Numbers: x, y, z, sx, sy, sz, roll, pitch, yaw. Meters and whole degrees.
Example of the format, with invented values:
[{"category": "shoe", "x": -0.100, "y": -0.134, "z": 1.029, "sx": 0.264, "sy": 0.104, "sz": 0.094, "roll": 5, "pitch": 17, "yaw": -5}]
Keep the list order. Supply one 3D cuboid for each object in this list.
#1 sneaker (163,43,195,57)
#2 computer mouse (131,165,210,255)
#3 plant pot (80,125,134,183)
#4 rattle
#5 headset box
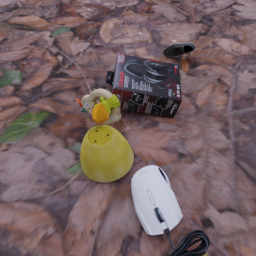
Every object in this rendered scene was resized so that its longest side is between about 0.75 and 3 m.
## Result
[{"category": "sneaker", "x": 1.712, "y": -2.694, "z": 9.598, "sx": 1.118, "sy": 0.418, "sz": 0.594, "roll": -9, "pitch": 17, "yaw": 19}, {"category": "computer mouse", "x": 0.551, "y": 1.606, "z": 5.506, "sx": 1.320, "sy": 0.528, "sz": 2.406, "roll": -30, "pitch": 43, "yaw": 6}, {"category": "plant pot", "x": -0.550, "y": 0.460, "z": 6.464, "sx": 1.287, "sy": 0.914, "sz": 1.287, "roll": -5, "pitch": 45, "yaw": 5}, {"category": "rattle", "x": -0.999, "y": -0.392, "z": 6.995, "sx": 1.510, "sy": 0.983, "sz": 1.079, "roll": 11, "pitch": 50, "yaw": 29}, {"category": "headset box", "x": 0.395, "y": -1.235, "z": 7.964, "sx": 2.074, "sy": 0.801, "sz": 1.543, "roll": 11, "pitch": 50, "yaw": -6}]
